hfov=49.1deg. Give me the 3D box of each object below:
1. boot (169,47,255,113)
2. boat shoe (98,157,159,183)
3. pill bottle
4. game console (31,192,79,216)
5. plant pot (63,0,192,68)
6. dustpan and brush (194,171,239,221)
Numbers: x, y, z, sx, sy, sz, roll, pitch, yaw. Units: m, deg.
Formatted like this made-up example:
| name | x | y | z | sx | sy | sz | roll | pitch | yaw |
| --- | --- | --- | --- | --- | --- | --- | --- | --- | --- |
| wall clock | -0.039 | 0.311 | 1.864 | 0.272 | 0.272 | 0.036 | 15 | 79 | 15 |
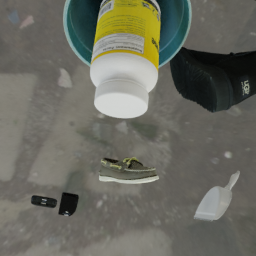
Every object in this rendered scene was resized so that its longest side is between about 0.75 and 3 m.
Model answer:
| name | x | y | z | sx | sy | sz | roll | pitch | yaw |
| --- | --- | --- | --- | --- | --- | --- | --- | --- | --- |
| boot | 2.396 | -1.267 | 5.882 | 2.430 | 2.965 | 1.097 | -14 | 115 | -6 |
| boat shoe | -0.043 | 0.756 | 5.122 | 0.539 | 1.507 | 0.450 | 3 | 83 | -38 |
| pill bottle | -0.032 | -1.221 | 4.701 | 1.104 | 1.104 | 1.964 | 5 | 68 | 1 |
| game console | -1.660 | 1.672 | 6.324 | 1.030 | 0.124 | 0.608 | 13 | 116 | -9 |
| plant pot | -0.084 | -2.664 | 5.783 | 2.320 | 2.320 | 2.180 | -5 | 51 | -1 |
| dustpan and brush | 1.960 | 1.403 | 5.878 | 0.379 | 0.923 | 1.323 | 31 | 73 | -3 |
